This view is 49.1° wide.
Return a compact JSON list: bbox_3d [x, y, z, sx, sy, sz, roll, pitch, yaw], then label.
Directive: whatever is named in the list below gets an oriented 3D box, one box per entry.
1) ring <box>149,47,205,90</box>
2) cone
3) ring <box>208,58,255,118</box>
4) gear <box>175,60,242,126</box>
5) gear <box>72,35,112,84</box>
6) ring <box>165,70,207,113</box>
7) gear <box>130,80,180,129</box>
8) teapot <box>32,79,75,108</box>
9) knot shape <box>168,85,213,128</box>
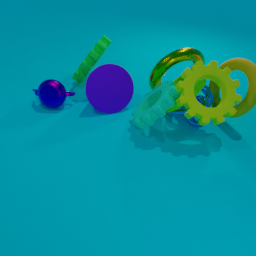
[{"bbox_3d":[1.671,-1.879,9.572,2.059,2.059,0.412,-15,60,-17],"label":"ring"},{"bbox_3d":[-0.796,-1.467,10.000,1.636,1.636,1.642,-11,16,-13],"label":"cone"},{"bbox_3d":[3.302,-1.250,8.802,0.376,1.881,1.881,4,34,-33],"label":"ring"},{"bbox_3d":[2.267,-0.994,7.933,1.818,0.336,1.818,1,80,-7],"label":"gear"},{"bbox_3d":[-1.350,-2.558,10.484,0.367,1.983,1.983,37,42,-12],"label":"gear"},{"bbox_3d":[1.680,-1.202,8.989,1.876,0.375,1.876,-37,18,15],"label":"ring"},{"bbox_3d":[0.810,-0.736,8.628,1.727,0.319,1.727,-40,20,18],"label":"gear"},{"bbox_3d":[-2.623,-1.218,9.673,1.603,0.997,0.785,4,19,4],"label":"teapot"},{"bbox_3d":[1.975,-0.707,9.032,1.452,0.717,1.551,-12,53,28],"label":"knot shape"}]
